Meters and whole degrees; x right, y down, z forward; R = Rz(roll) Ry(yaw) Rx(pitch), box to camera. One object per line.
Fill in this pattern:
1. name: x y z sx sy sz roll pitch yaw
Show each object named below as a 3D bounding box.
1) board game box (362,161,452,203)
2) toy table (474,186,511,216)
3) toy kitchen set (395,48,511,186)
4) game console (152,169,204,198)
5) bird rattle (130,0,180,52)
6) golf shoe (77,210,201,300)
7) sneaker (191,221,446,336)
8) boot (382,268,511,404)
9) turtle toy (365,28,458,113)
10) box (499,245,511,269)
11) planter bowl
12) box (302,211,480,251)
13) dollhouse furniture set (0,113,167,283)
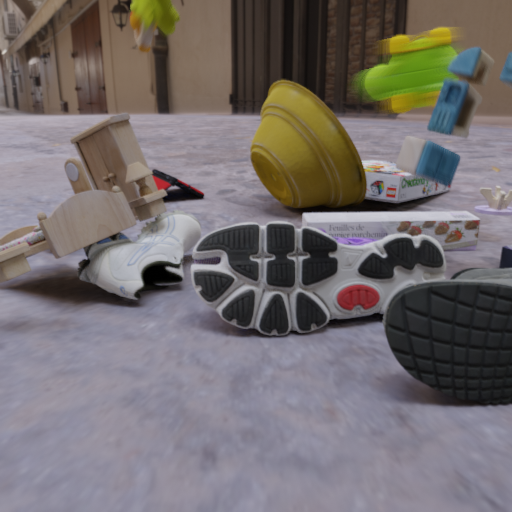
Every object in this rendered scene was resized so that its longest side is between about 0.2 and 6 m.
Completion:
1. board game box: 3.229 -1.962 14.252 2.404 0.659 3.809 13 17 33
2. toy table: 5.520 -1.250 12.777 0.943 0.553 0.867 2 18 2
3. toy kitchen set: 3.185 -1.888 7.866 1.569 1.959 1.154 26 15 40
4. game console: -2.391 -1.608 14.528 1.446 0.996 1.678 26 2 -33
5. bird rattle: -1.360 -2.926 6.644 0.575 0.833 1.022 -9 55 -29
6. golf shoe: -1.459 0.074 8.558 1.218 0.981 2.506 32 32 20
7. sneaker: 0.779 0.298 7.433 3.390 1.367 1.414 4 1 -17
8. boot: 2.731 0.665 6.328 3.387 1.147 2.212 4 11 -10
9. turtle toy: 2.833 -3.250 10.137 1.853 1.350 0.937 1 7 30
10. box: 4.370 0.087 8.791 0.717 0.446 0.723 -10 20 -24
11. planter bowl: 0.842 -2.117 12.681 1.389 3.335 3.335 -38 29 -12
12. box: 2.405 -0.436 10.129 3.126 0.605 0.648 -1 18 -4
13. dollhouse furniture set: -3.317 -0.847 8.515 3.027 1.733 3.550 -13 12 39
